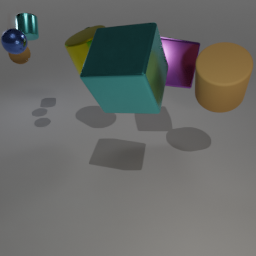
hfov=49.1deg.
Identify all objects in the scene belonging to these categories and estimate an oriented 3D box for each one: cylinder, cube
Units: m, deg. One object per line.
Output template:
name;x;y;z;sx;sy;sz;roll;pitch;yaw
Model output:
cylinder;2.559;-1.348;7.675;1.400;1.400;1.400;-5;62;10
cube;0.004;-1.263;6.214;1.400;1.400;1.400;2;62;21
cube;1.323;-2.162;9.064;1.400;1.400;1.400;5;19;-8
cylinder;-1.107;-2.342;9.010;1.400;1.400;1.400;-16;35;12
cylinder;-3.414;-3.422;9.508;0.700;0.700;0.700;-5;-1;0

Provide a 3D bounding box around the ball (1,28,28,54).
ball;-3.208;-2.446;7.919;0.700;0.700;0.700;0;31;0

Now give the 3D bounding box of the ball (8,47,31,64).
ball;-3.628;-2.493;9.372;0.700;0.700;0.700;0;31;0

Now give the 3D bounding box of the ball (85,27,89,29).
ball;-1.618;-3.967;12.008;0.700;0.700;0.700;0;31;0
